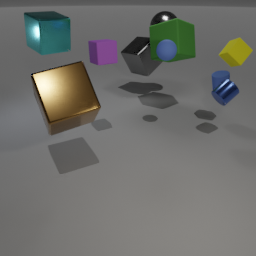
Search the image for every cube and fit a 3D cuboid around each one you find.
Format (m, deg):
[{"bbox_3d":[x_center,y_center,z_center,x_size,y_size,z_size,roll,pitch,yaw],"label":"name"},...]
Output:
[{"bbox_3d":[3.897,-2.730,10.166,0.700,0.700,0.700,39,0,-12],"label":"cube"},{"bbox_3d":[-0.806,-2.450,9.017,0.700,0.700,0.700,-14,26,-26],"label":"cube"},{"bbox_3d":[-1.725,-0.776,7.730,1.400,1.400,1.400,-20,-8,-18],"label":"cube"},{"bbox_3d":[1.884,-3.629,11.826,1.400,1.400,1.400,0,5,42],"label":"cube"},{"bbox_3d":[-3.368,-4.023,11.785,1.400,1.400,1.400,-21,41,-36],"label":"cube"},{"bbox_3d":[0.764,-3.747,14.606,1.400,1.400,1.400,-47,41,-17],"label":"cube"}]

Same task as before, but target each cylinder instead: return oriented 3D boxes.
[{"bbox_3d":[3.510,-1.283,10.120,0.700,0.700,0.700,-42,34,1],"label":"cylinder"},{"bbox_3d":[3.797,-1.894,11.434,0.700,0.700,0.700,-11,31,6],"label":"cylinder"}]

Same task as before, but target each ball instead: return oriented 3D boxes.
[{"bbox_3d":[1.331,-2.683,9.659,0.700,0.700,0.700,0,27,0],"label":"ball"},{"bbox_3d":[1.745,-4.837,13.391,1.400,1.400,1.400,0,27,0],"label":"ball"}]
